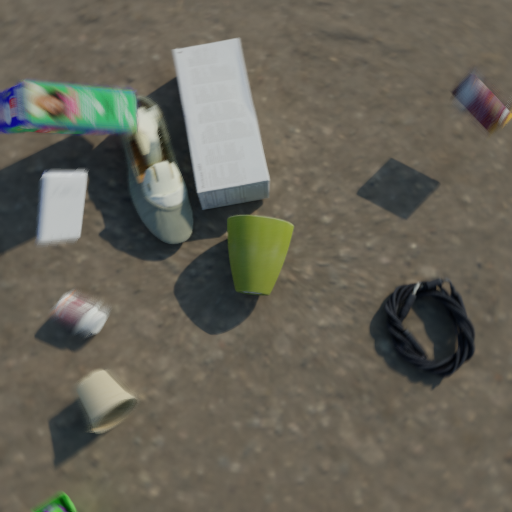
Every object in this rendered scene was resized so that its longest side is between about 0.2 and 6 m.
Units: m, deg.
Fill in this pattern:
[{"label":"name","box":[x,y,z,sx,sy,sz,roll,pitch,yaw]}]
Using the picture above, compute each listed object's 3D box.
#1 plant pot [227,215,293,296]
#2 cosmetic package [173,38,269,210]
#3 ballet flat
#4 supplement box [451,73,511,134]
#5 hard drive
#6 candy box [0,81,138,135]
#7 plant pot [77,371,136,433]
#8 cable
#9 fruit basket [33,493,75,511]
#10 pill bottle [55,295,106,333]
[{"label":"plant pot","box":[0.006,0.035,9.339,1.122,1.122,1.199,6,82,2]},{"label":"cosmetic package","box":[-0.660,-2.452,10.317,1.273,0.781,3.085,-9,70,-3]},{"label":"ballet flat","box":[-1.822,-1.577,9.872,0.965,0.913,2.865,-14,69,-22]},{"label":"supplement box","box":[3.864,-2.623,9.615,1.004,0.554,0.430,48,120,4]},{"label":"hard drive","box":[-2.715,-0.693,7.841,0.120,0.627,0.950,27,114,35]},{"label":"candy box","box":[-3.148,-2.410,9.365,1.835,1.551,0.707,-9,101,-37]},{"label":"plant pot","box":[-2.365,2.191,8.633,0.766,0.766,0.701,-39,67,-13]},{"label":"cable","box":[2.836,1.178,9.178,1.336,0.416,1.638,-7,70,-3]},{"label":"fruit basket","box":[-2.729,3.935,7.821,0.814,1.129,1.129,-31,73,-11]},{"label":"pill bottle","box":[-2.880,0.963,9.222,0.725,0.414,0.414,25,72,7]}]
